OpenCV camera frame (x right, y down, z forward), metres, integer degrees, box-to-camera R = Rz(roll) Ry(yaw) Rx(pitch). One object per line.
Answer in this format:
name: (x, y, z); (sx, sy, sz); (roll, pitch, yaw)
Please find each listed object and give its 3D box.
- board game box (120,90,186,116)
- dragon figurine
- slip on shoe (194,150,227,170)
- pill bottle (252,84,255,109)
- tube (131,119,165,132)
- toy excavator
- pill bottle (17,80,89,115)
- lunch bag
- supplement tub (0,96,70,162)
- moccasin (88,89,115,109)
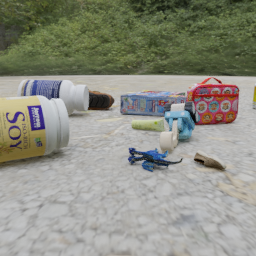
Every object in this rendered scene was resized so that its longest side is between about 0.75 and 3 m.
board game box: (1.611, -1.196, 13.416); (2.945, 0.909, 2.947); (8, 16, 27)
dragon figurine: (0.561, 0.730, 6.438); (0.712, 0.421, 1.432); (-9, 15, -33)
slip on shoe: (1.901, 0.796, 6.558); (0.263, 0.330, 0.868); (-46, 39, -12)
pill bottle: (6.906, -1.772, 14.339); (0.871, 1.595, 0.871); (0, 13, 0)
tube: (0.717, -0.113, 9.975); (1.233, 0.320, 0.358); (3, -25, 28)
toy excavator: (1.477, 0.038, 8.359); (0.904, 1.809, 1.759); (-3, -25, 25)
pill bottle: (-3.295, -1.367, 12.656); (2.884, 1.602, 1.602); (1, 14, 5)
lunch bag: (3.325, -1.088, 11.035); (2.044, 1.800, 0.837); (-3, 14, -13)
supplement tub: (-2.714, -0.004, 7.041); (2.160, 1.570, 1.570); (-8, 16, -28)
moccasin: (-2.186, -1.557, 14.572); (3.005, 1.099, 1.160); (1, 8, 12)
